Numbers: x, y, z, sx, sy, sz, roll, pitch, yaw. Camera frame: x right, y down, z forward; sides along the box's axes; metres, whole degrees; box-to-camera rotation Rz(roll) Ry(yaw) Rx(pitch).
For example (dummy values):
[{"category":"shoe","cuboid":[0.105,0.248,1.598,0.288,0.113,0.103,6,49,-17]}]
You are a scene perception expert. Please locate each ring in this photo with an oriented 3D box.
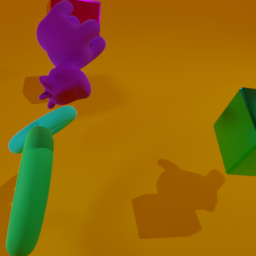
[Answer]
[{"category":"ring","cuboid":[-1.357,0.839,3.877,0.352,1.761,1.761,11,35,-20]},{"category":"ring","cuboid":[-1.563,0.030,5.212,1.384,1.384,0.277,-35,93,-35]}]

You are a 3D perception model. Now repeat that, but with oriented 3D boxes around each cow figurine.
[{"category":"cow figurine","cuboid":[-0.710,-0.772,3.034,1.021,0.560,1.005,41,80,19]}]

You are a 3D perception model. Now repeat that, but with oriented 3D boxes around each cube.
[{"category":"cube","cuboid":[-1.634,-2.958,8.226,1.357,1.357,1.357,-1,12,-21]},{"category":"cube","cuboid":[1.979,0.093,4.146,0.944,0.944,0.944,5,53,-10]}]
